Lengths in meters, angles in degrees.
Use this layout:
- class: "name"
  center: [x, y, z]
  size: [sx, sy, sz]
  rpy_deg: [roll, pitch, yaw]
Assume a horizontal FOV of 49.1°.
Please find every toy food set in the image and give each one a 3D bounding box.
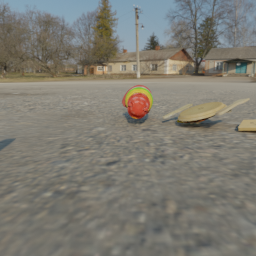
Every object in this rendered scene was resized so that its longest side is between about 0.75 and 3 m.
- class: "toy food set"
  center: [2.206, -0.380, 8.146]
  size: [1.525, 0.443, 2.209]
  rpy_deg: [-25, 13, -32]

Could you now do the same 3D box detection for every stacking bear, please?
- class: "stacking bear"
  center: [0.325, -0.766, 8.664]
  size: [1.007, 0.943, 1.659]
  rpy_deg: [22, 17, -3]

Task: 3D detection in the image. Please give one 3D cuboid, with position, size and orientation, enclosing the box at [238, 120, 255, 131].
- class: "box"
  center: [3.764, -0.087, 7.614]
  size: [1.304, 0.139, 1.066]
  rpy_deg: [0, 11, 30]
